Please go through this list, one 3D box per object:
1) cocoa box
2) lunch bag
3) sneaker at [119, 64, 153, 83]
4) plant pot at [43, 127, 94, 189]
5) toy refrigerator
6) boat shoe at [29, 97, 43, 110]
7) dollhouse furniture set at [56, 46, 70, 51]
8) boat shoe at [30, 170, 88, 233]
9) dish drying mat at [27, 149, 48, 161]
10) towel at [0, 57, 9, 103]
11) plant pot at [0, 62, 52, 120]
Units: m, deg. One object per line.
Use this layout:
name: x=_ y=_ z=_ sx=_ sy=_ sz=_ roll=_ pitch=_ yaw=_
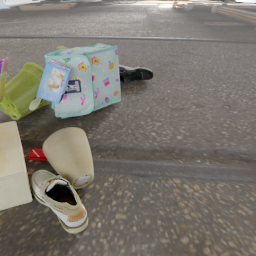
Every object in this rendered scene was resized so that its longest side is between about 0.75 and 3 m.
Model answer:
cocoa box: x=-2.543 y=-1.589 z=9.728 sx=0.831 sy=1.246 sz=0.817 roll=20 pitch=17 yaw=-10
lunch bag: x=-1.837 y=-1.959 z=11.357 sx=2.982 sy=2.540 sz=1.818 roll=-25 pitch=34 yaw=-38
sneaker: x=0.191 y=-2.610 z=14.432 sx=2.183 sy=0.827 sz=0.956 roll=8 pitch=53 yaw=12
plant pot: x=-1.562 y=0.950 z=7.975 sx=1.345 sy=1.345 sz=1.436 roll=-16 pitch=53 yaw=-24
toy refrigerator: x=-3.500 y=0.948 z=8.044 sx=0.970 sy=1.052 sz=2.771 roll=-13 pitch=34 yaw=-20
boat shoe: x=-3.413 y=-1.013 z=10.573 sx=0.304 sy=0.830 sz=0.260 roll=32 pitch=-4 yaw=0
dollhouse furniture set: x=-2.329 y=-2.937 z=13.544 sx=1.656 sy=2.032 sz=1.932 roll=-26 pitch=42 yaw=-37
boat shoe: x=-1.796 y=1.621 z=7.166 sx=0.870 sy=0.796 sz=2.329 roll=-26 pitch=40 yaw=-36
dish drying mat: x=-2.489 y=0.873 z=9.057 sx=1.399 sy=0.127 sz=0.537 roll=2 pitch=30 yaw=4
towel: x=-4.238 y=-1.377 z=8.898 sx=0.262 sy=1.651 sz=2.299 roll=12 pitch=15 yaw=-14
plant pot: x=-4.185 y=-1.343 z=11.297 sx=1.973 sy=1.973 sz=1.814 roll=19 pitch=48 yaw=29
